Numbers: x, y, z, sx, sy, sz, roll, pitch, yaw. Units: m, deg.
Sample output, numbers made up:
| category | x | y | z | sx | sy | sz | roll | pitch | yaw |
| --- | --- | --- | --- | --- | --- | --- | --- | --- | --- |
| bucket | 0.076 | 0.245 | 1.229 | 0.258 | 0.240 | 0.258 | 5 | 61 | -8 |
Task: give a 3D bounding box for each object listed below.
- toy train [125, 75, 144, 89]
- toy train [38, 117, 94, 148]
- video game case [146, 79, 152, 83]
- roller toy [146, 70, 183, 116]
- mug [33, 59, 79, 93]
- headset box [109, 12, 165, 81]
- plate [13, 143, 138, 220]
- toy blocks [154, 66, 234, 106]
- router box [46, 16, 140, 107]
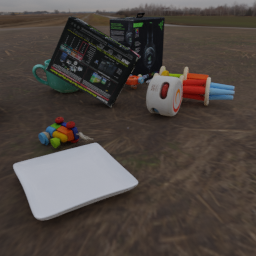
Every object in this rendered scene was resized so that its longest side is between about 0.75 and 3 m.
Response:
| category | x | y | z | sx | sy | sz | roll | pitch | yaw |
| --- | --- | --- | --- | --- | --- | --- | --- | --- | --- |
| toy train | -0.568 | -2.025 | 12.106 | 2.314 | 0.644 | 1.738 | 20 | 28 | 32 |
| toy train | -1.612 | 0.247 | 7.129 | 1.353 | 0.573 | 0.783 | 20 | 41 | 37 |
| video game case | 1.352 | -2.145 | 12.943 | 0.728 | 0.095 | 0.800 | 16 | 28 | 31 |
| roller toy | 1.152 | -1.061 | 9.057 | 0.952 | 1.363 | 1.243 | 12 | 35 | 24 |
| mug | -2.715 | -2.197 | 11.681 | 1.974 | 1.221 | 1.622 | 6 | 25 | 14 |
| headset box | 0.472 | -3.824 | 13.158 | 1.379 | 2.973 | 2.589 | 17 | 28 | 34 |
| plate | -1.097 | 1.013 | 5.630 | 1.962 | 0.318 | 1.966 | -13 | 27 | -29 |
| toy blocks | 2.513 | -1.635 | 10.667 | 2.837 | 1.030 | 2.364 | 7 | 26 | 16 |
| router box | -1.185 | -2.241 | 9.630 | 2.651 | 1.986 | 0.824 | 30 | 22 | -4 |
